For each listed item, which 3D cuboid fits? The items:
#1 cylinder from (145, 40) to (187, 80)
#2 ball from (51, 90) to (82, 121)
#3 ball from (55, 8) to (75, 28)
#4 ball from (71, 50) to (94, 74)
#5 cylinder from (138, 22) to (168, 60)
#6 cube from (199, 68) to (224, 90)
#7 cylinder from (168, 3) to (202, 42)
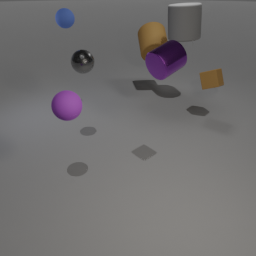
[{"bbox_3d":[0.879,-1.571,6.480,0.700,0.700,0.700,-35,41,-23],"label":"cylinder"},{"bbox_3d":[-1.407,-0.515,6.452,0.700,0.700,0.700,0,28,0],"label":"ball"},{"bbox_3d":[-2.323,-4.042,10.328,0.700,0.700,0.700,0,28,0],"label":"ball"},{"bbox_3d":[-1.354,-1.976,8.357,0.700,0.700,0.700,0,28,0],"label":"ball"},{"bbox_3d":[1.250,-4.226,13.846,1.400,1.400,1.400,-4,64,-7],"label":"cylinder"},{"bbox_3d":[3.420,-1.998,11.420,0.700,0.700,0.700,-6,9,37],"label":"cube"},{"bbox_3d":[2.395,-4.500,11.887,1.400,1.400,1.400,-3,27,2],"label":"cylinder"}]
